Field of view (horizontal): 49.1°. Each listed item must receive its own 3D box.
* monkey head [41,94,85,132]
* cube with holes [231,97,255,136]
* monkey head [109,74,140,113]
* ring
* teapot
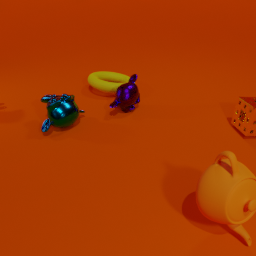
[{"bbox_3d":[-1.749,-0.442,7.089,0.982,0.823,1.365,15,33,36],"label":"monkey head"},{"bbox_3d":[3.089,-0.284,6.781,0.721,0.721,0.721,1,27,-11],"label":"cube with holes"},{"bbox_3d":[-0.119,-0.919,7.869,0.897,0.752,1.247,19,65,39],"label":"monkey head"},{"bbox_3d":[-0.527,-1.512,9.171,1.574,0.315,1.574,8,25,-4],"label":"ring"},{"bbox_3d":[1.494,0.994,4.007,0.952,1.531,0.749,-24,22,-21],"label":"teapot"}]
